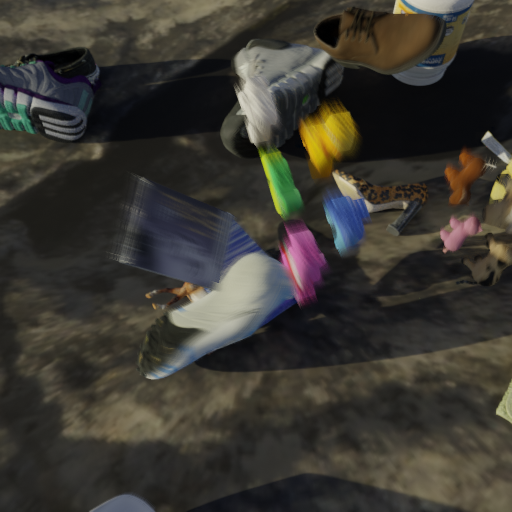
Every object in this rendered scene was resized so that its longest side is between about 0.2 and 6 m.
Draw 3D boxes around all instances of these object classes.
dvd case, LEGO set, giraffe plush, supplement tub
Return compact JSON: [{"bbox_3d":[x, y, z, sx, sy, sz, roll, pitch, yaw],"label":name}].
[{"bbox_3d":[-0.857,-0.212,6.392,0.104,1.296,0.964,-2,72,50],"label":"dvd case"},{"bbox_3d":[0.862,-1.284,8.318,1.325,1.426,3.474,-14,79,-13],"label":"LEGO set"},{"bbox_3d":[4.947,-1.304,9.128,1.765,1.878,2.177,-18,76,-25],"label":"giraffe plush"},{"bbox_3d":[3.338,-4.480,10.937,1.396,1.930,1.396,0,57,1],"label":"supplement tub"}]

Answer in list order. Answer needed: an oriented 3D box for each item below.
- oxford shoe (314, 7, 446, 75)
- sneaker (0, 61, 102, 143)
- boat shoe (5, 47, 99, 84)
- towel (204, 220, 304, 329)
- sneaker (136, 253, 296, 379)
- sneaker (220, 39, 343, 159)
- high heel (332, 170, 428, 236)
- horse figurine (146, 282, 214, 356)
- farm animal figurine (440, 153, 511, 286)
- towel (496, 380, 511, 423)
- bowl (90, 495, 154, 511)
[{"bbox_3d":[1.884,-3.561,9.124,2.501,1.056,0.909,18,91,50],"label":"oxford shoe"},{"bbox_3d":[-4.596,-3.166,10.597,3.181,1.184,1.392,17,62,-1],"label":"sneaker"},{"bbox_3d":[-4.384,-3.710,11.194,2.375,0.672,0.815,-12,58,-7],"label":"boat shoe"},{"bbox_3d":[-0.250,0.249,8.660,1.337,0.220,1.846,-28,66,-38],"label":"towel"},{"bbox_3d":[-0.574,0.958,7.604,2.586,0.937,0.929,-36,41,17],"label":"sneaker"},{"bbox_3d":[0.030,-3.133,10.637,1.936,1.258,3.353,31,53,24],"label":"sneaker"},{"bbox_3d":[2.154,-1.200,9.629,1.557,0.556,1.110,41,72,5],"label":"high heel"},{"bbox_3d":[-0.884,0.778,8.480,1.156,0.435,1.744,-25,58,-19],"label":"horse figurine"},{"bbox_3d":[3.553,-0.552,7.739,1.942,1.964,1.024,-23,30,8],"label":"farm animal figurine"},{"bbox_3d":[4.171,1.912,7.866,1.145,0.281,1.543,30,62,17],"label":"towel"},{"bbox_3d":[-1.575,3.896,6.031,1.995,0.745,1.992,39,39,26],"label":"bowl"}]
